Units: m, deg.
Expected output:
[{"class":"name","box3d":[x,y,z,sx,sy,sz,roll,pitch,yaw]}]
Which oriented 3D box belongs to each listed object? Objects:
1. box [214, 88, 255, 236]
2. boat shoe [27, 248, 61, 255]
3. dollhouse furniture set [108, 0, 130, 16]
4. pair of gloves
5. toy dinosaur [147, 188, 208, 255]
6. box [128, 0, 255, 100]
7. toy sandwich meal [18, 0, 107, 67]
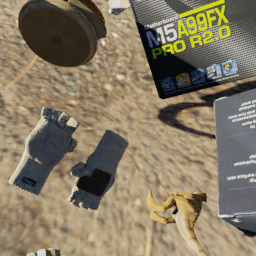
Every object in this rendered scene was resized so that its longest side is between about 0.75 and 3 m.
[{"class":"box","box3d":[2.429,0.391,4.028,1.981,1.183,2.015,-17,50,36]},{"class":"boat shoe","box3d":[-0.814,1.417,2.784,0.297,0.869,0.325,-9,60,-22]},{"class":"dollhouse furniture set","box3d":[0.155,-2.331,6.105,1.045,1.167,1.472,-22,100,22]},{"class":"pair of gloves","box3d":[-0.901,0.542,4.639,1.651,0.289,1.404,24,85,-23]},{"class":"toy dinosaur","box3d":[0.803,1.226,4.031,1.047,1.971,0.595,0,103,17]},{"class":"box","box3d":[1.601,-1.923,5.031,2.788,2.233,0.617,-13,24,18]},{"class":"toy sandwich meal","box3d":[-1.214,-1.828,5.181,1.642,1.642,0.562,9,55,5]}]
